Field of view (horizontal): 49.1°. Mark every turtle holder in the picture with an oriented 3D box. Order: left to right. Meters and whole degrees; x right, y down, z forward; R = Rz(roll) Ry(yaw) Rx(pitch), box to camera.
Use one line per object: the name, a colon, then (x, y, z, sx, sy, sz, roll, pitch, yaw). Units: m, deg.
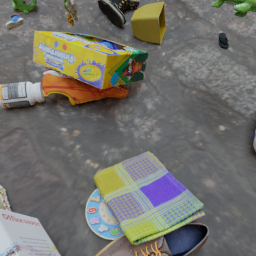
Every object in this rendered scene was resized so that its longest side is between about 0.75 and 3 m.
turtle holder: (-4.516, -5.575, 12.291, 0.917, 1.207, 0.857, 21, 50, -25)
turtle holder: (3.099, -3.431, 6.740, 1.491, 1.394, 1.963, 13, 22, -14)

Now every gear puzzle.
gear puzzle: (-1.875, -3.835, 8.937, 0.205, 0.812, 1.568, -16, 65, 12)

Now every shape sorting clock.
shape sorting clock: (-0.328, 2.015, 6.981, 1.474, 0.289, 1.474, 0, 53, 0)

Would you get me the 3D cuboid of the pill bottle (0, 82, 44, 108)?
pill bottle: (-3.409, -1.074, 8.968, 1.310, 0.762, 0.762, -7, 54, -7)

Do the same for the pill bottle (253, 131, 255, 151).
pill bottle: (4.512, -0.346, 7.998, 1.435, 1.435, 2.522, 18, 56, 13)

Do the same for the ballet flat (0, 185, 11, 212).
ballet flat: (-3.321, 1.829, 6.933, 0.703, 0.594, 1.859, -35, 60, -22)

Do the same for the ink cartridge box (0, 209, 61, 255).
ink cartridge box: (-2.174, 2.980, 5.181, 1.672, 1.680, 2.290, -42, 62, -6)

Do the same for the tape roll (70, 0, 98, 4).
tape roll: (-1.326, -4.356, 8.157, 0.896, 1.305, 1.305, -15, 55, -12)

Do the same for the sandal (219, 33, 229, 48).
sandal: (3.776, -3.513, 11.086, 0.362, 0.230, 0.963, 1, 54, 1)

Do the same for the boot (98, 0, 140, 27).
boot: (-0.212, -5.243, 12.057, 1.594, 0.775, 2.117, -25, 52, -17)

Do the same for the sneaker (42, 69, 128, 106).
sneaker: (-1.358, -1.230, 9.104, 2.753, 1.062, 1.005, 7, 13, -9)

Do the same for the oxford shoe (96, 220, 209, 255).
oxford shoe: (0.418, 2.611, 5.998, 2.835, 1.033, 1.011, -21, 69, -14)

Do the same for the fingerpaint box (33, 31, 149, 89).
fingerpaint box: (-1.142, -2.264, 8.850, 2.788, 1.023, 2.326, 25, 27, 26)

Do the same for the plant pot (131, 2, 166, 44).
plant pot: (0.778, -4.129, 11.017, 1.197, 1.170, 1.163, 7, 53, 16)

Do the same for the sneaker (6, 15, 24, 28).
sneaker: (-4.832, -4.480, 11.740, 0.449, 0.310, 0.807, 40, 59, 19)

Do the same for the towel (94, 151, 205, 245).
towel: (0.355, 1.505, 6.747, 1.873, 0.297, 2.608, -18, 30, -16)
